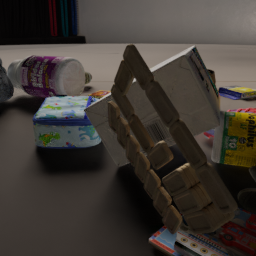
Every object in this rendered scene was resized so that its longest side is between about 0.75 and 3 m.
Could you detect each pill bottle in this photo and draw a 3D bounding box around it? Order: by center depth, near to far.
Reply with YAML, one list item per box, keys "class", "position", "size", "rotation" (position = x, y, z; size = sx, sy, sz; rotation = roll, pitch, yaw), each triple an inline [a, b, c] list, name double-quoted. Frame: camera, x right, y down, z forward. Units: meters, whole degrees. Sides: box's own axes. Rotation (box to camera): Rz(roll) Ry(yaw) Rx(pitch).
- class: "pill bottle"
  position: [2.598, 0.264, 5.315]
  size: [1.853, 1.045, 1.045]
  rotation: [7, 21, 18]
- class: "pill bottle"
  position: [-3.164, -1.949, 10.663]
  size: [2.792, 1.568, 1.568]
  rotation: [9, 22, 25]

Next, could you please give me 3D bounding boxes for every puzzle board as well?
- class: "puzzle board"
  position: [1.426, 1.419, 3.386]
  size: [1.894, 0.165, 1.428]
  rotation: [16, 24, 39]

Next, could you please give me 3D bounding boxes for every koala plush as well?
- class: "koala plush"
  position: [-5.729, -1.632, 9.490]
  size: [2.852, 2.621, 2.529]
  rotation: [-26, 34, -8]

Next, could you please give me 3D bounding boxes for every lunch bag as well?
- class: "lunch bag"
  position: [-1.379, -0.225, 7.029]
  size: [1.648, 0.845, 2.050]
  rotation: [2, 21, -3]

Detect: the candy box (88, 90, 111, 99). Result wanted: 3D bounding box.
- class: "candy box"
  position: [-0.459, -0.951, 9.566]
  size: [1.593, 0.450, 0.929]
  rotation: [10, 21, 20]

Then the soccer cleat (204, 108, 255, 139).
- class: "soccer cleat"
  position: [3.000, -0.111, 6.210]
  size: [3.000, 1.147, 1.000]
  rotation: [14, 24, 32]

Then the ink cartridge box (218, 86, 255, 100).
- class: "ink cartridge box"
  position: [4.282, -1.444, 11.181]
  size: [1.245, 0.293, 1.231]
  rotation: [-8, 22, -25]

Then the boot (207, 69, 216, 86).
- class: "boot"
  position: [3.362, -2.399, 13.002]
  size: [0.820, 0.841, 2.228]
  rotation: [-9, 20, -17]

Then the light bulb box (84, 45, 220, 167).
- class: "light bulb box"
  position: [0.659, -0.555, 5.901]
  size: [2.182, 1.374, 2.202]
  rotation: [-25, 10, 25]

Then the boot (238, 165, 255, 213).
- class: "boot"
  position: [2.159, 0.907, 4.495]
  size: [1.025, 0.409, 1.128]
  rotation: [15, 28, 0]

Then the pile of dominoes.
- class: "pile of dominoes"
  position: [0.385, 0.226, 3.095]
  size: [0.300, 1.884, 1.469]
  rotation: [-24, -15, -24]

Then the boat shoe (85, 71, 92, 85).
- class: "boat shoe"
  position: [-2.864, -2.393, 13.061]
  size: [2.415, 0.903, 0.826]
  rotation: [11, 16, 10]
